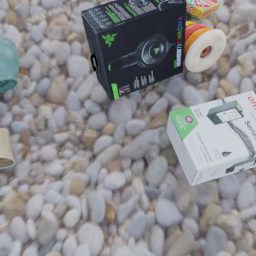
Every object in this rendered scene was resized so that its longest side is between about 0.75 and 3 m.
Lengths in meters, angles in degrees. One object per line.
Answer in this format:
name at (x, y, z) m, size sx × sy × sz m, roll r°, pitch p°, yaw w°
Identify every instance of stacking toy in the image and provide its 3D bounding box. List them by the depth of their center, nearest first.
stacking toy at (1.818, -2.656, 8.244) m, size 1.343 × 1.343 × 1.838 m, roll -29°, pitch 57°, yaw -7°

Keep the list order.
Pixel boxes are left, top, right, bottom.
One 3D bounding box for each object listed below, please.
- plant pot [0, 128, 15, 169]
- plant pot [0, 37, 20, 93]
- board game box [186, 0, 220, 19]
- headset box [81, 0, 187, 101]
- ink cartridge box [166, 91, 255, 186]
plant pot at (-3.557, 0.513, 7.508) m, size 1.014 × 1.014 × 0.928 m, roll -8°, pitch 67°, yaw -2°
plant pot at (-3.700, -1.582, 7.688) m, size 1.614 × 1.614 × 1.081 m, roll -23°, pitch 85°, yaw -5°
board game box at (1.641, -4.107, 8.549) m, size 2.185 × 0.328 × 1.044 m, roll 40°, pitch 54°, yaw 22°
headset box at (0.135, -2.137, 7.257) m, size 2.451 × 2.134 × 1.137 m, roll -22°, pitch 51°, yaw -12°
ink cartridge box at (2.421, 0.208, 7.134) m, size 2.399 × 1.008 × 1.751 m, roll -15°, pitch 58°, yaw -8°
